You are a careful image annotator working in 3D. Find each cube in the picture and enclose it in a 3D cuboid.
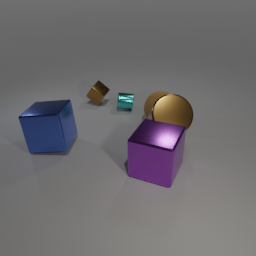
[{"bbox_3d":[0.896,0.733,8.684,1.400,1.400,1.400,13,34,21],"label":"cube"},{"bbox_3d":[-2.749,-0.085,9.908,1.400,1.400,1.400,-3,25,9],"label":"cube"},{"bbox_3d":[-1.404,-1.650,13.108,0.700,0.700,0.700,39,43,-7],"label":"cube"}]

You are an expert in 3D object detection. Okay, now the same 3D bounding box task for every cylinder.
[{"bbox_3d":[1.444,-0.347,9.891,1.400,1.400,1.400,-2,-9,-3],"label":"cylinder"},{"bbox_3d":[-0.120,-1.229,12.640,0.700,0.700,0.700,5,30,-4],"label":"cylinder"}]

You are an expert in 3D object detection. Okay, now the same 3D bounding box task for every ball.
[{"bbox_3d":[1.349,-0.803,11.399,1.400,1.400,1.400,0,30,0],"label":"ball"}]
